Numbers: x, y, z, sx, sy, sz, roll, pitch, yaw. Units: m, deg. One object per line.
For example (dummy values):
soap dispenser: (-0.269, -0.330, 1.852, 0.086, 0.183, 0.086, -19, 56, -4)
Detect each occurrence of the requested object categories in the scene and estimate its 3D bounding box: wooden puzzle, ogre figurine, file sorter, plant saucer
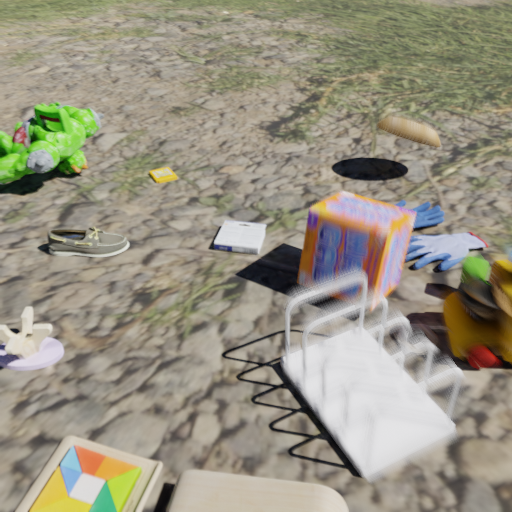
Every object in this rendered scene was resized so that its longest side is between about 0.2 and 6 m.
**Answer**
wooden puzzle: (-2.019, 2.819, 6.647, 1.449, 0.270, 1.340, 9, 36, 13)
ogre figurine: (-5.147, -2.744, 13.437, 2.088, 1.709, 3.483, 3, 21, 26)
file sorter: (1.476, 1.484, 7.562, 1.477, 1.325, 2.129, -18, 41, -20)
plant saucer: (3.649, -2.970, 13.270, 1.584, 0.280, 1.584, 18, 10, -3)

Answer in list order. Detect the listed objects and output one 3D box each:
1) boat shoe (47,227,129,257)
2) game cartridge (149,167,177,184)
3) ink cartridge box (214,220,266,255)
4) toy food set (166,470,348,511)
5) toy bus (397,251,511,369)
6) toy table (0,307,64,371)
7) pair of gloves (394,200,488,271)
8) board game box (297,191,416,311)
boat shoe: (-3.292, -0.300, 10.946, 1.551, 0.464, 0.554, -1, 35, -2)
game cartridge: (-2.271, -1.967, 13.665, 0.530, 0.097, 0.601, -17, 37, -23)
ink cartridge box: (-0.306, -0.379, 11.304, 0.897, 0.198, 0.914, 7, 33, 10)
toy food set: (-0.124, 3.183, 5.951, 2.085, 0.630, 1.496, 0, 34, 15)
toy bus: (3.923, 0.715, 8.330, 2.726, 1.408, 2.572, -35, 48, -26)
toy table: (-3.526, 1.299, 8.541, 1.032, 0.605, 0.949, -8, 35, -9)
pair of gloves: (3.385, -0.464, 11.387, 1.848, 0.262, 2.298, -14, 38, -22)
board game box: (1.728, -0.145, 9.683, 1.408, 1.407, 1.407, 20, 27, 27)
